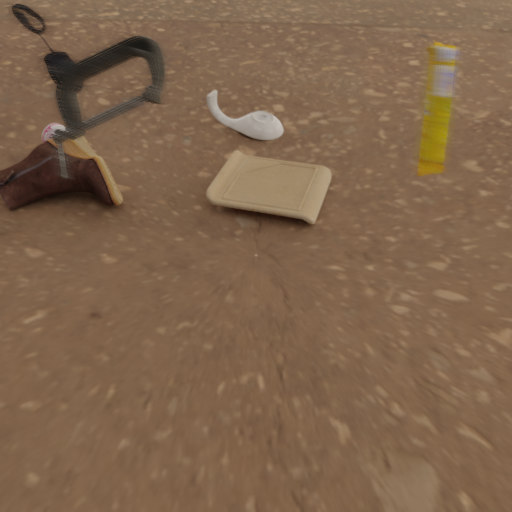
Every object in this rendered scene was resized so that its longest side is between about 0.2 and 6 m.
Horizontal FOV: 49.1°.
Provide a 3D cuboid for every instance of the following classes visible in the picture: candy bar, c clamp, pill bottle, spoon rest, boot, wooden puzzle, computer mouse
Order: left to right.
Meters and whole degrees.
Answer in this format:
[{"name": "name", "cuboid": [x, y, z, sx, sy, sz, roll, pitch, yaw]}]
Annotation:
[{"name": "computer mouse", "cuboid": [-3.288, -3.224, 8.794, 0.464, 1.583, 0.269, -38, 8, -35]}, {"name": "boot", "cuboid": [-3.597, -1.250, 10.160, 1.838, 0.799, 2.209, -33, 56, -14]}, {"name": "pill bottle", "cuboid": [-3.868, -2.284, 11.398, 0.986, 0.559, 0.559, 31, 48, 32]}, {"name": "c clamp", "cuboid": [-1.691, -1.774, 6.409, 1.592, 0.216, 1.360, -27, 69, 8]}, {"name": "spoon rest", "cuboid": [-0.263, -3.050, 12.515, 1.879, 0.570, 0.934, 30, 47, 14]}, {"name": "wooden puzzle", "cuboid": [0.280, -1.258, 10.322, 1.973, 0.367, 1.826, 14, 40, 10]}, {"name": "candy bar", "cuboid": [2.038, -1.640, 6.332, 0.370, 1.483, 0.164, -8, 20, -20]}]
